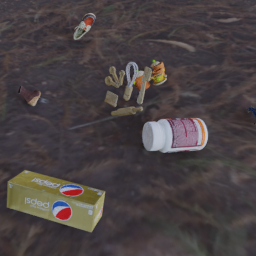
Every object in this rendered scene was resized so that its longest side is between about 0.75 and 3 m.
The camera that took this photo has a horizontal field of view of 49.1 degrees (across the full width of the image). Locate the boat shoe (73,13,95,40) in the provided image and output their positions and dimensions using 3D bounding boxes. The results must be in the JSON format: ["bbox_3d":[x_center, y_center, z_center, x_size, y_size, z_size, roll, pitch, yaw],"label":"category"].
[{"bbox_3d":[-1.897,-4.344,12.048,0.509,1.429,0.447,29,50,-32],"label":"boat shoe"}]

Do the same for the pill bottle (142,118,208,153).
[{"bbox_3d":[1.294,0.201,7.853,1.634,0.933,0.933,-2,45,-20],"label":"pill bottle"}]

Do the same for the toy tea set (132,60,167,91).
[{"bbox_3d":[0.755,-1.984,9.865,1.137,0.707,1.912,-20,22,18],"label":"toy tea set"}]

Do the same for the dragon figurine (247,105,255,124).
[{"bbox_3d":[4.204,-0.473,8.721,0.373,1.268,0.630,-6,84,-13],"label":"dragon figurine"}]

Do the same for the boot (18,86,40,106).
[{"bbox_3d":[-3.347,-1.212,9.505,0.306,0.703,0.846,-26,39,19],"label":"boot"}]

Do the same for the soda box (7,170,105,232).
[{"bbox_3d":[-1.711,1.686,6.641,2.195,0.703,0.743,11,16,11],"label":"soda box"}]

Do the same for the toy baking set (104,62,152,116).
[{"bbox_3d":[-0.087,-1.144,8.544,2.061,1.582,0.240,0,15,43],"label":"toy baking set"}]
